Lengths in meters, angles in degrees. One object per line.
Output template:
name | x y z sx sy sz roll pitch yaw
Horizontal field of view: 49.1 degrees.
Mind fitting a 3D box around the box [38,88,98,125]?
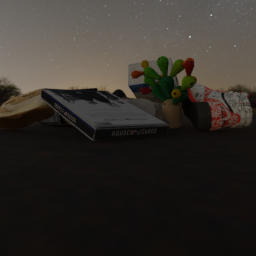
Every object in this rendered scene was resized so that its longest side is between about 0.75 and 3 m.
box | -2.034 -0.700 9.253 1.463 1.031 1.977 -10 7 -34

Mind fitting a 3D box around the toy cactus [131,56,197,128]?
toy cactus | 0.992 -0.877 7.139 1.151 1.857 2.251 -23 18 -29

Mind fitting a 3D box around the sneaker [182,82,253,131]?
sneaker | 2.292 -0.666 7.470 1.436 0.895 2.680 -3 23 2

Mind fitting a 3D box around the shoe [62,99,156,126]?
shoe | -0.529 -0.380 7.703 2.498 0.893 1.136 0 -5 -3

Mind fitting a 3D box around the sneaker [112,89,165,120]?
sneaker | 0.178 -0.772 9.413 2.214 0.836 1.260 -3 37 -21

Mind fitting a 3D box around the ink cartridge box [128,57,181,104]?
ink cartridge box | 0.999 -1.317 9.439 1.377 0.797 2.369 -6 -20 16

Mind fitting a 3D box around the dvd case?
dvd case | -0.537 -0.356 5.715 1.708 0.281 2.273 -3 25 -38

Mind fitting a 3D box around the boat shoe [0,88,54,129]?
boat shoe | -2.613 -0.479 6.876 2.025 0.700 0.746 -11 -26 23
